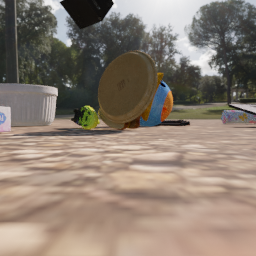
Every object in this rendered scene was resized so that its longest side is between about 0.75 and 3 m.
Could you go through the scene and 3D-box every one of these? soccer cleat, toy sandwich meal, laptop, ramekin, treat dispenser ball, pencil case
[{"bbox_3d":[-1.029,-0.259,7.651,0.747,0.577,1.786,17,-1,-24],"label":"soccer cleat"},{"bbox_3d":[0.038,-0.889,6.846,2.001,2.001,0.685,2,-11,40],"label":"toy sandwich meal"},{"bbox_3d":[-1.100,-3.457,7.734,0.631,1.089,1.020,25,-13,36],"label":"laptop"},{"bbox_3d":[5.241,-1.124,8.782,2.805,1.626,2.626,0,16,-19],"label":"laptop"},{"bbox_3d":[-3.899,-0.769,10.154,2.633,1.382,2.633,1,2,0],"label":"ramekin"},{"bbox_3d":[0.713,-0.935,10.006,1.771,1.771,1.771,0,2,0],"label":"treat dispenser ball"},{"bbox_3d":[4.999,-0.485,12.505,1.549,0.644,0.702,0,0,-3],"label":"pencil case"}]

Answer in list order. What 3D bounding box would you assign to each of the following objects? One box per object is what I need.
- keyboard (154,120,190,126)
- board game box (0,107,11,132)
[{"bbox_3d":[1.331,-0.212,10.943,2.249,0.232,1.429,2,3,33],"label":"keyboard"},{"bbox_3d":[-3.637,-0.126,4.362,2.455,0.505,2.449,0,2,12],"label":"board game box"}]
